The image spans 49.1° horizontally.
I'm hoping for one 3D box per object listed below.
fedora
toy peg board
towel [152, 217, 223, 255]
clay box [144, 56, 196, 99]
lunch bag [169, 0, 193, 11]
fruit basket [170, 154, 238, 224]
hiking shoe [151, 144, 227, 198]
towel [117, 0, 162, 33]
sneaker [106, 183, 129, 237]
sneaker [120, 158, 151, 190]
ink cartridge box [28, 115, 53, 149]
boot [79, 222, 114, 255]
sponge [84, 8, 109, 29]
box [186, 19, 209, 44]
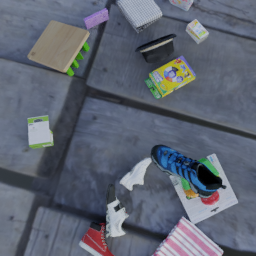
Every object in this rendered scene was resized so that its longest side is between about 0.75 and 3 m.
[{"bbox_3d":[1.229,-3.182,11.494,1.796,1.796,0.820,-24,108,-6],"label":"fedora"},{"bbox_3d":[-2.747,-3.220,11.720,1.967,0.966,1.975,23,75,21],"label":"toy peg board"},{"bbox_3d":[1.918,4.760,9.885,1.896,0.388,2.592,39,79,8],"label":"towel"},{"bbox_3d":[1.718,-2.074,11.548,1.862,0.443,1.070,-30,77,-8],"label":"clay box"},{"bbox_3d":[2.303,-5.866,12.199,1.191,1.010,0.757,27,80,7],"label":"lunch bag"},{"bbox_3d":[2.786,2.241,10.360,1.904,0.963,2.055,-27,98,0],"label":"fruit basket"},{"bbox_3d":[1.674,1.061,7.891,2.173,0.942,0.809,33,58,2],"label":"hiking shoe"},{"bbox_3d":[0.520,-5.097,12.187,1.388,0.717,1.677,-33,77,-9],"label":"towel"},{"bbox_3d":[-0.401,2.966,10.203,0.841,0.704,1.899,-2,86,0],"label":"sneaker"},{"bbox_3d":[0.419,1.760,10.601,1.467,0.572,0.729,-44,86,-1],"label":"sneaker"},{"bbox_3d":[-3.435,0.158,11.005,0.851,0.436,1.152,-8,75,-1],"label":"ink cartridge box"},{"bbox_3d":[-0.838,4.057,9.996,1.518,0.550,1.095,29,76,10],"label":"boot"},{"bbox_3d":[-1.363,-4.723,12.124,1.092,0.609,0.163,-29,77,-7],"label":"sponge"},{"bbox_3d":[2.971,-4.152,12.067,0.488,0.440,0.868,-35,79,-9],"label":"box"}]
